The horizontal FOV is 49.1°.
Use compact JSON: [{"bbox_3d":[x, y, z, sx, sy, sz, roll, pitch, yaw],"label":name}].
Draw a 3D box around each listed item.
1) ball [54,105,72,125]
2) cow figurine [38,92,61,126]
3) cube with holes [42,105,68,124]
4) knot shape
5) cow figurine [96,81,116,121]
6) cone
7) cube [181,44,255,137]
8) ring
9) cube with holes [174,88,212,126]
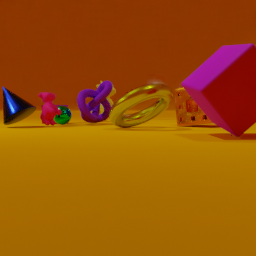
[{"bbox_3d":[-2.435,-0.478,10.338,0.708,0.708,0.708,0,4,0],"label":"ball"},{"bbox_3d":[-2.705,-0.681,9.411,0.983,0.999,0.548,39,18,25],"label":"cow figurine"},{"bbox_3d":[-2.973,-0.556,11.402,0.755,0.755,0.755,3,5,41],"label":"cube with holes"},{"bbox_3d":[-1.299,-0.897,10.716,0.882,1.908,1.785,27,23,17],"label":"knot shape"},{"bbox_3d":[-1.113,-1.274,13.044,0.894,1.604,1.630,-6,-15,-33],"label":"cow figurine"},{"bbox_3d":[-3.822,-0.877,9.206,1.141,1.146,1.141,-31,-2,-1],"label":"cone"},{"bbox_3d":[2.223,-0.854,6.081,1.330,1.330,1.330,-42,15,5],"label":"cube"},{"bbox_3d":[0.408,-0.645,8.479,2.088,0.418,2.088,-21,-20,-8],"label":"ring"},{"bbox_3d":[2.531,-0.769,9.650,1.280,1.280,1.280,-5,-1,43],"label":"cube with holes"}]
